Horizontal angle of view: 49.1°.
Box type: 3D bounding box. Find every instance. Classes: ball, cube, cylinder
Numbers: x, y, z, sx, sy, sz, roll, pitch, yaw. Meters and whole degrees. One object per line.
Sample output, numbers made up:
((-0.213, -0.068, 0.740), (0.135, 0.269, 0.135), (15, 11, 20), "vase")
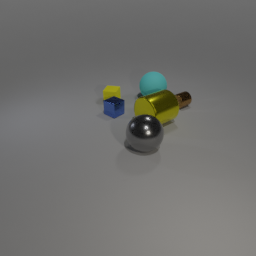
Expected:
((0.617, 0.188, 10.277), (1.400, 1.400, 1.400), (0, 30, 0), "ball")
((-0.804, -1.665, 14.075), (0.700, 0.700, 0.700), (6, 33, 15), "cube")
((1.273, -2.144, 14.198), (1.400, 1.400, 1.400), (0, 30, 0), "ball")
((2.607, -1.367, 13.607), (0.700, 0.700, 0.700), (-22, 37, -32), "cylinder")
((1.213, -0.815, 11.977), (1.400, 1.400, 1.400), (-22, 37, -33), "cylinder")
((-0.640, -0.971, 12.928), (0.700, 0.700, 0.700), (24, 37, 35), "cube")
